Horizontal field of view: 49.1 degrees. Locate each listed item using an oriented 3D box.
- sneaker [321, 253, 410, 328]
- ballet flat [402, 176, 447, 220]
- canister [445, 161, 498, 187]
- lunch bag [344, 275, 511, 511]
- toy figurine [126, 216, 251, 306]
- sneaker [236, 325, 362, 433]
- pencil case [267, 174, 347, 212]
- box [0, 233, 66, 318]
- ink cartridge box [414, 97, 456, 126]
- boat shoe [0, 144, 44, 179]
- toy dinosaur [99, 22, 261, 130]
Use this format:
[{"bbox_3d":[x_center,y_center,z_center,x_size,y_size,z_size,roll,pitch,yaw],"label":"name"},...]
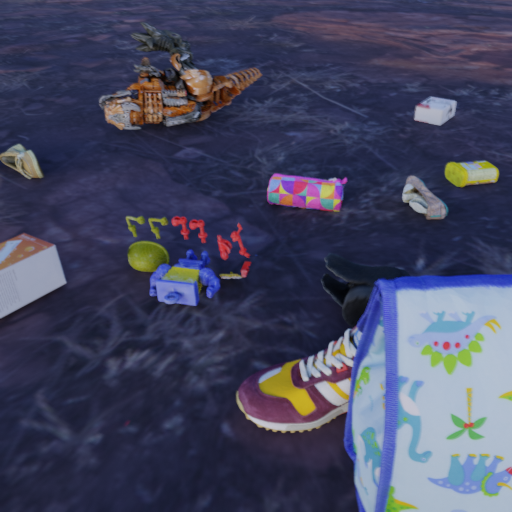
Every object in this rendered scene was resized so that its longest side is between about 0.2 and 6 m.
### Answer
[{"bbox_3d":[2.179,0.629,8.188,2.586,0.777,1.349,10,24,11],"label":"sneaker"},{"bbox_3d":[3.323,-1.206,11.504,0.512,0.518,1.522,-16,33,-8],"label":"ballet flat"},{"bbox_3d":[4.861,-1.864,12.625,0.932,0.403,0.692,-6,33,-12],"label":"canister"},{"bbox_3d":[2.143,1.348,5.244,2.360,2.776,1.769,-2,32,-1],"label":"lunch bag"},{"bbox_3d":[-1.291,0.204,8.724,2.174,1.147,1.303,7,38,13],"label":"toy figurine"},{"bbox_3d":[1.047,1.320,6.772,2.620,1.181,0.982,-7,33,-9],"label":"sneaker"},{"bbox_3d":[1.035,-1.328,11.504,1.605,0.709,0.709,5,32,10],"label":"pencil case"},{"bbox_3d":[-3.922,0.343,8.697,0.936,0.734,1.505,16,35,36],"label":"box"},{"bbox_3d":[5.234,-4.239,16.351,0.810,0.457,1.103,21,38,30],"label":"ink cartridge box"},{"bbox_3d":[-5.384,-2.118,12.857,0.557,0.646,1.770,-30,41,-25],"label":"boat shoe"},{"bbox_3d":[-2.159,-4.722,16.185,4.805,2.455,3.261,-3,42,-40],"label":"toy dinosaur"}]
